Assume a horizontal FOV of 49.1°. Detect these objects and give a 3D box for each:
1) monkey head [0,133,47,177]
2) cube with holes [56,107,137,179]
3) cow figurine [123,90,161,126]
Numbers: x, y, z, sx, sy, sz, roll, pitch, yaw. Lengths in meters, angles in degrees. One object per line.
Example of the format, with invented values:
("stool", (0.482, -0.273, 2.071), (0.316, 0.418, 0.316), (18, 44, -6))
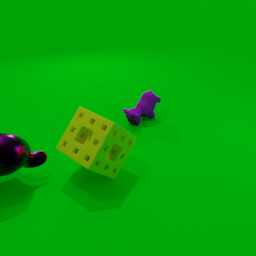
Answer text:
("monkey head", (-2.521, 0.711, 5.563), (1.027, 1.226, 1.704), (-3, -10, 35))
("cube with holes", (-0.659, 0.333, 6.054), (1.025, 1.025, 1.025), (25, -6, 34))
("cow figurine", (0.421, -0.626, 8.433), (0.638, 1.162, 1.143), (25, 5, 35))
